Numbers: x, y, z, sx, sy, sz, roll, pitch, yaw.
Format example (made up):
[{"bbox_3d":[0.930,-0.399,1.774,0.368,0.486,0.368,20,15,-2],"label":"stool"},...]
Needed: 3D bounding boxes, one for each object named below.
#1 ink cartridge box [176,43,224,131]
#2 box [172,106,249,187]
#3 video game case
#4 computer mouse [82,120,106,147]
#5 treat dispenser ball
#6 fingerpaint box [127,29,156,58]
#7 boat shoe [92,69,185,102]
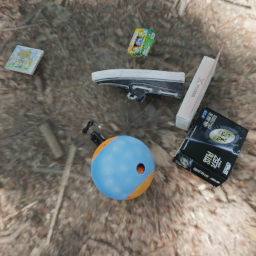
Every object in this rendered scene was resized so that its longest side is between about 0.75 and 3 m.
[{"bbox_3d":[2.034,-1.172,8.208,0.469,1.869,2.153,24,77,15],"label":"ink cartridge box"},{"bbox_3d":[2.392,0.521,8.135,1.489,0.783,1.819,31,64,9],"label":"box"},{"bbox_3d":[-3.418,-2.257,9.246,1.021,0.113,0.929,14,69,13],"label":"video game case"},{"bbox_3d":[-0.868,0.200,8.347,0.997,0.700,0.230,41,38,9],"label":"computer mouse"},{"bbox_3d":[-0.142,1.085,7.697,1.745,1.745,1.745,0,75,0],"label":"treat dispenser ball"},{"bbox_3d":[0.413,-2.706,8.910,0.712,0.313,0.854,25,93,49],"label":"fingerpaint box"},{"bbox_3d":[0.321,-1.288,8.700,2.884,1.035,0.978,1,97,-8],"label":"boat shoe"}]
